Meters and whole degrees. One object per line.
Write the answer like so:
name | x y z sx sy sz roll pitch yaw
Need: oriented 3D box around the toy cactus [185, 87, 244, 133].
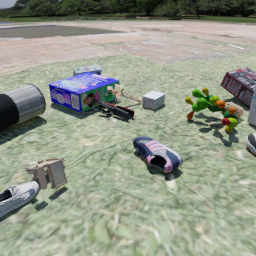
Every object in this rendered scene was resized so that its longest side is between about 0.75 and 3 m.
toy cactus | 3.719 -0.680 11.395 2.346 1.454 2.843 8 18 -27

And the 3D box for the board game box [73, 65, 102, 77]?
board game box | -2.265 -2.826 15.394 1.514 1.117 0.487 -15 56 -28

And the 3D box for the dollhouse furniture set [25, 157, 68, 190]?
dollhouse furniture set | -2.455 1.348 7.931 1.432 0.699 1.221 -11 4 37

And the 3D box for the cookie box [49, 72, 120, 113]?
cookie box | -2.050 -1.802 13.545 2.244 0.986 2.623 21 33 35

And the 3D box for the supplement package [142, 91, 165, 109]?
supplement package | 1.202 -1.326 13.144 0.718 0.511 0.922 19 32 32

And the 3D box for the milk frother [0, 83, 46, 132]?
milk frother | -4.931 -1.319 11.054 2.194 2.431 2.286 12 28 30

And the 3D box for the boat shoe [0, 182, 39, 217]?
boat shoe | -2.957 1.715 7.140 0.545 0.497 1.513 21 34 36

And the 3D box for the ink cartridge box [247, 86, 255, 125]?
ink cartridge box | 5.756 -1.334 11.168 1.017 2.324 1.689 26 36 35

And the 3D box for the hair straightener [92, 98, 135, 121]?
hair straightener | -0.766 -0.823 12.002 2.075 0.425 0.799 27 36 23

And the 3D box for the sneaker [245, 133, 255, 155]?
sneaker | 4.893 0.566 8.711 0.995 1.153 2.631 -15 29 -24

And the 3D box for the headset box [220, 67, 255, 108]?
headset box | 5.721 -2.026 13.445 1.669 0.842 2.246 -18 51 -31

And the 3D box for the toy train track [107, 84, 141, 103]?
toy train track | -0.107 -1.588 12.945 1.800 0.293 1.032 17 51 -28

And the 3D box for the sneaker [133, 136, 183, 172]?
sneaker | 0.738 0.794 8.778 1.898 0.666 0.778 22 31 39
